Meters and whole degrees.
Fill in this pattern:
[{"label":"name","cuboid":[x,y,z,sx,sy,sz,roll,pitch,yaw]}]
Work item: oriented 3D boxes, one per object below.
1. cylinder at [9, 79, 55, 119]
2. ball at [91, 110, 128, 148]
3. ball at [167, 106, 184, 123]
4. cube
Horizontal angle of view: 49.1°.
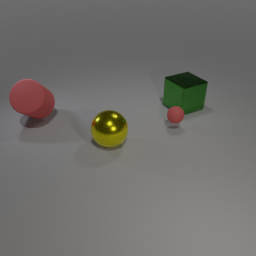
[{"label":"cylinder","cuboid":[-3.898,-1.157,11.525,1.400,1.400,1.400,2,-6,4]},{"label":"ball","cuboid":[-0.683,0.028,10.375,1.400,1.400,1.400,0,32,0]},{"label":"ball","cuboid":[1.942,-0.535,11.415,0.700,0.700,0.700,0,32,0]},{"label":"cube","cuboid":[2.606,-1.612,12.943,1.400,1.400,1.400,-17,37,-25]}]
